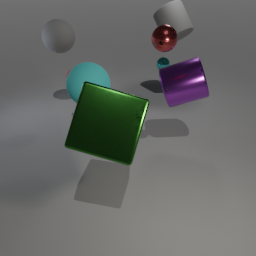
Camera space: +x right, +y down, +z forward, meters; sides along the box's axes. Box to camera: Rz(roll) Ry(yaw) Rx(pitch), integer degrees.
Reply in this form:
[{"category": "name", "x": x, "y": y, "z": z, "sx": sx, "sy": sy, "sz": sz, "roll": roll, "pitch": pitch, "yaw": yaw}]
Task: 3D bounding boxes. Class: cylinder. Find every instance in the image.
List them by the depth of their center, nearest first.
[{"category": "cylinder", "x": 1.914, "y": -1.551, "z": 9.588, "sx": 1.400, "sy": 1.400, "sz": 1.400, "roll": -15, "pitch": 26, "yaw": 14}, {"category": "cylinder", "x": 2.053, "y": -4.766, "z": 12.688, "sx": 1.400, "sy": 1.400, "sz": 1.400, "roll": -24, "pitch": 0, "yaw": 0}]

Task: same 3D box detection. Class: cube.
[{"category": "cube", "x": -0.438, "y": -0.048, "z": 6.245, "sx": 1.400, "sy": 1.400, "sz": 1.400, "roll": 16, "pitch": -5, "yaw": -1}]

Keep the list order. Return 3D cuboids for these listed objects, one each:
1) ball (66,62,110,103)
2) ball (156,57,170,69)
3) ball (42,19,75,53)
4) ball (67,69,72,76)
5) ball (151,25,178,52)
[{"category": "ball", "x": -1.261, "y": -1.384, "z": 8.944, "sx": 1.400, "sy": 1.400, "sz": 1.400, "roll": 0, "pitch": 29, "yaw": 0}, {"category": "ball", "x": 1.823, "y": -3.321, "z": 14.534, "sx": 0.700, "sy": 0.700, "sz": 0.700, "roll": 0, "pitch": 29, "yaw": 0}, {"category": "ball", "x": -2.975, "y": -3.931, "z": 12.023, "sx": 1.400, "sy": 1.400, "sz": 1.400, "roll": 0, "pitch": 29, "yaw": 0}, {"category": "ball", "x": -2.039, "y": -1.993, "z": 10.934, "sx": 0.700, "sy": 0.700, "sz": 0.700, "roll": 0, "pitch": 29, "yaw": 0}, {"category": "ball", "x": 0.973, "y": -2.388, "z": 7.476, "sx": 0.700, "sy": 0.700, "sz": 0.700, "roll": 0, "pitch": 29, "yaw": 0}]
